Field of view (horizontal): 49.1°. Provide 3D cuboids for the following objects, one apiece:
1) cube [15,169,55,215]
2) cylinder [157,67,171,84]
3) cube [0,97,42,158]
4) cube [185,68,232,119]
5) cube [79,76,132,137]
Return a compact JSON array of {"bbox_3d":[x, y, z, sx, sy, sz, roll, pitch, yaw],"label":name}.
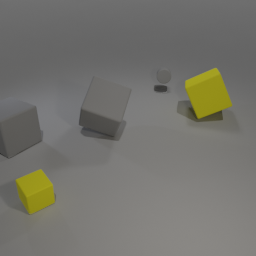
[{"bbox_3d":[-2.382,1.633,7.217,0.700,0.700,0.700,-22,44,-33],"label":"cube"},{"bbox_3d":[1.769,-2.602,13.809,0.700,0.700,0.700,3,22,5],"label":"cylinder"},{"bbox_3d":[-4.037,-0.067,9.613,1.400,1.400,1.400,19,35,30],"label":"cube"},{"bbox_3d":[3.231,-1.430,11.392,1.400,1.400,1.400,-22,15,18],"label":"cube"},{"bbox_3d":[-0.834,-0.734,9.950,1.400,1.400,1.400,19,64,-5],"label":"cube"}]
